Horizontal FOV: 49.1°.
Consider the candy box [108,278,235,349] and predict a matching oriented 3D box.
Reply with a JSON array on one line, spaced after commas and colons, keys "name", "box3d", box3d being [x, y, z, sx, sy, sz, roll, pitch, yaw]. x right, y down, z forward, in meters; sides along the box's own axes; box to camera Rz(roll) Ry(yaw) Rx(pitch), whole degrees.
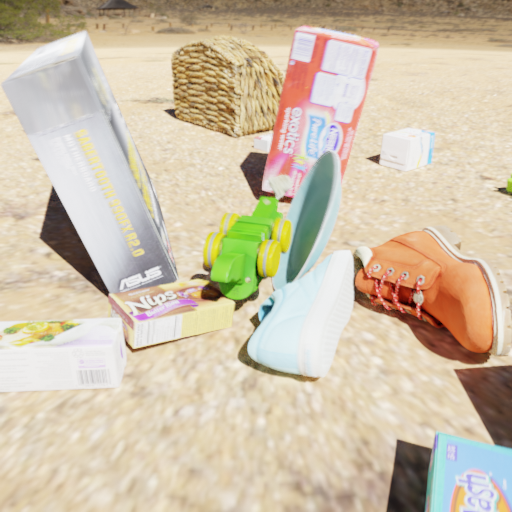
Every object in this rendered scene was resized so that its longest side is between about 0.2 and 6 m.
[{"name": "candy box", "box3d": [-1.056, 0.682, 6.978, 1.363, 0.385, 0.795, -7, 26, -35]}]

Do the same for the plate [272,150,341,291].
[{"name": "plate", "box3d": [0.744, -0.442, 7.793, 0.269, 2.104, 2.104, 20, 23, -11]}]

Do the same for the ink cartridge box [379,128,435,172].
[{"name": "ink cartridge box", "box3d": [3.694, -2.612, 13.700, 1.096, 0.793, 0.807, -21, 32, -37]}]

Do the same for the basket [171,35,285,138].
[{"name": "basket", "box3d": [-0.601, -5.542, 17.720, 2.816, 2.697, 3.779, -19, 31, -33]}]

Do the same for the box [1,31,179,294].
[{"name": "box", "box3d": [-2.387, -1.588, 8.584, 0.965, 3.161, 3.991, -22, 28, -5]}]

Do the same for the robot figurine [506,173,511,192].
[{"name": "robot figurine", "box3d": [5.667, -1.439, 11.510, 0.931, 0.538, 0.816, 21, 55, 36]}]

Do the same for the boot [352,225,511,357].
[{"name": "boot", "box3d": [2.097, 0.463, 7.063, 1.514, 1.060, 2.824, -7, 19, -2]}]

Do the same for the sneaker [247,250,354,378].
[{"name": "sneaker", "box3d": [0.588, 0.539, 6.871, 1.026, 0.925, 2.504, 5, 21, 18]}]

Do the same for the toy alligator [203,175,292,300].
[{"name": "toy alligator", "box3d": [0.025, -0.204, 7.727, 0.912, 0.835, 3.077, 8, 30, 14]}]

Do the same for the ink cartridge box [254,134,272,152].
[{"name": "ink cartridge box", "box3d": [0.405, -3.105, 15.312, 0.781, 0.324, 0.574, -22, 32, -37]}]

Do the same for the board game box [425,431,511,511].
[{"name": "board game box", "box3d": [2.317, 2.207, 3.712, 2.357, 0.530, 1.793, 9, 27, 18]}]

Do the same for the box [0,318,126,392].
[{"name": "box", "box3d": [-2.926, 1.086, 6.042, 2.962, 0.614, 0.573, -2, 25, -3]}]

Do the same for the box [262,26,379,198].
[{"name": "box", "box3d": [1.236, -2.726, 11.004, 1.557, 3.124, 1.492, 14, 26, 5]}]
